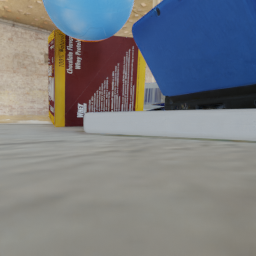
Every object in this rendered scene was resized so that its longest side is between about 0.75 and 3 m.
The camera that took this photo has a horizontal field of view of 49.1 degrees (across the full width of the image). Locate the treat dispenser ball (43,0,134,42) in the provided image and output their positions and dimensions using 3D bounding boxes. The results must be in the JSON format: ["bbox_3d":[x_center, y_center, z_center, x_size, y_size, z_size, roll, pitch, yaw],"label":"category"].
[{"bbox_3d":[-0.767,-2.622,5.504,1.787,1.787,1.787,0,1,0],"label":"treat dispenser ball"}]

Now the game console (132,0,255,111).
[{"bbox_3d":[1.663,-1.066,4.471,2.447,1.696,2.867,-1,3,-22],"label":"game console"}]

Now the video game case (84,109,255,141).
[{"bbox_3d":[1.236,-0.050,3.724,2.746,0.302,2.503,2,2,43],"label":"video game case"}]

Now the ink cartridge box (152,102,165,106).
[{"bbox_3d":[2.242,-0.325,7.610,2.996,0.587,1.490,4,2,-9],"label":"ink cartridge box"}]

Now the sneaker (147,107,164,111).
[{"bbox_3d":[0.781,-0.256,8.040,0.688,0.619,1.766,-7,-2,-6],"label":"sneaker"}]

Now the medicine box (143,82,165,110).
[{"bbox_3d":[1.418,-1.087,13.548,2.409,1.361,2.645,1,-14,20],"label":"medicine box"}]

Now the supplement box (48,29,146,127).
[{"bbox_3d":[-1.148,-1.621,9.622,2.959,2.918,1.965,-1,11,-21],"label":"supplement box"}]
